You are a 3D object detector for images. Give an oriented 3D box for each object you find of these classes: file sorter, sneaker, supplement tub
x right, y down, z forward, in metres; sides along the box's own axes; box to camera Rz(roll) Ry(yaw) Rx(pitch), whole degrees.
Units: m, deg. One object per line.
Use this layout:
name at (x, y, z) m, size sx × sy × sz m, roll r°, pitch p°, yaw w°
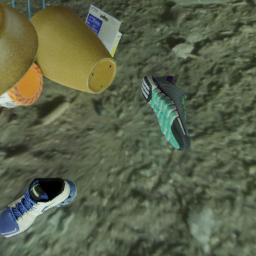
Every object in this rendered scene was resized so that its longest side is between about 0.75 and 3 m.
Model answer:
file sorter at (-3.907, -3.590, 9.674) m, size 2.183 × 1.339 × 1.515 m, roll -3°, pitch 59°, yaw -19°
sneaker at (-2.225, 1.674, 6.557) m, size 1.948 × 1.125 × 0.787 m, roll -30°, pitch 66°, yaw -11°
sneaker at (1.433, -0.630, 8.276) m, size 1.209 × 1.028 × 2.762 m, roll -13°, pitch 58°, yaw -17°
supplement tub at (-3.912, -1.480, 8.220) m, size 2.562 × 1.570 × 1.570 m, roll 13°, pitch 57°, yaw 22°

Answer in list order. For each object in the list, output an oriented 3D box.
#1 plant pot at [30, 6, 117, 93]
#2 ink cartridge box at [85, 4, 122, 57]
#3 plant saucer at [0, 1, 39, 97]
plant pot at (-1.521, -2.092, 8.349) m, size 2.394 × 2.231 × 2.231 m, roll 37°, pitch 64°, yaw 27°
ink cartridge box at (-0.938, -3.289, 9.766) m, size 1.466 × 1.483 × 0.349 m, roll 38°, pitch 27°, yaw 22°
plant saucer at (-2.283, -1.103, 3.480) m, size 2.214 × 0.392 × 2.214 m, roll 2°, pitch 57°, yaw -2°
